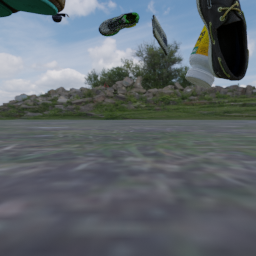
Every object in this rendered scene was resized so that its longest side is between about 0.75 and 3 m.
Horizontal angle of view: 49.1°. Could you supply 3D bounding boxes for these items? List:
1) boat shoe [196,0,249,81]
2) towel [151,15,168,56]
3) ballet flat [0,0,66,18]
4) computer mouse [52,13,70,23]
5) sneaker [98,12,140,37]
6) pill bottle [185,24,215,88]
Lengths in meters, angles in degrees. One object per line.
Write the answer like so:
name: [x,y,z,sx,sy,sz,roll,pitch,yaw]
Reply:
boat shoe: [2.480,-2.634,7.045,1.054,2.956,0.890,-21,23,-8]
towel: [1.009,-2.993,9.059,0.181,1.006,1.045,-16,-38,26]
ballet flat: [-2.308,-2.754,5.333,2.972,1.075,1.008,11,-8,30]
computer mouse: [-2.778,-4.522,11.542,0.772,0.253,1.099,-5,34,-22]
sneaker: [-0.362,-4.172,11.026,1.736,0.677,0.739,-25,7,-3]
pill bottle: [3.006,-2.707,10.058,1.339,2.374,1.339,25,0,0]
